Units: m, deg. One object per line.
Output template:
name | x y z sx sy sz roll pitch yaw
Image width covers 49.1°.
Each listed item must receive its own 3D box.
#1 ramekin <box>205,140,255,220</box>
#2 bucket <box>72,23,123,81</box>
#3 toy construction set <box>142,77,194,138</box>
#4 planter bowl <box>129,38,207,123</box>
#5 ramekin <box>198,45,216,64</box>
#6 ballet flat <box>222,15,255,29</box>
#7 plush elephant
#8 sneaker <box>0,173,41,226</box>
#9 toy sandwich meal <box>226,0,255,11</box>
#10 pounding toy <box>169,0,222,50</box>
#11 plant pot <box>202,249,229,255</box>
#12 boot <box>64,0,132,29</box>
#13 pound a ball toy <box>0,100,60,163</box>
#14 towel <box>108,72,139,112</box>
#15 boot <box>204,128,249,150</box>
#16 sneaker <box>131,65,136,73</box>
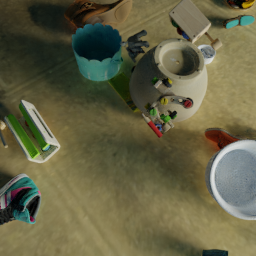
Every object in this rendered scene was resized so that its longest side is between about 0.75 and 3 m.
ramekin | 3.525 1.556 8.677 2.307 1.125 2.307 0 83 1
bucket | -1.222 -3.104 11.617 2.165 1.409 2.165 0 60 0
toy construction set | 0.967 -0.730 8.858 1.489 1.616 1.937 49 38 -2
planter bowl | 1.632 -1.954 10.340 3.001 2.020 3.001 2 67 -5
ramekin | 3.360 -3.193 12.239 0.851 0.415 0.851 0 59 0
ballet flat | 5.215 -5.120 13.381 1.585 0.537 0.573 -18 42 -6
plush elephant | 0.290 -2.924 10.317 1.088 0.842 0.896 -16 55 1
sneaker | -3.556 2.634 8.567 1.410 0.976 2.335 27 62 25
toy sandwich meal | 5.737 -6.529 14.122 1.519 0.520 1.519 0 60 0
pounding toy | 2.423 -3.461 10.155 0.918 1.763 2.007 -42 90 14
plant pot | 2.463 3.820 8.000 0.712 0.758 0.758 5 59 20
boot | -1.400 -5.630 13.419 2.269 1.121 2.922 35 73 23
pound a ball toy | -3.690 0.211 10.067 1.601 1.043 2.455 -43 66 6
towel | 0.022 -1.491 11.389 0.828 0.174 1.924 -31 64 -17
boot | 3.347 0.537 9.843 1.583 0.594 0.849 21 63 30
sneaker | 1.305 -2.350 11.383 2.364 1.035 0.895 14 61 8
